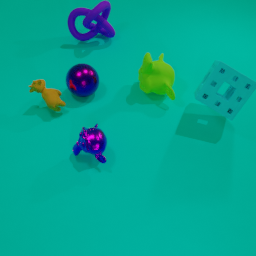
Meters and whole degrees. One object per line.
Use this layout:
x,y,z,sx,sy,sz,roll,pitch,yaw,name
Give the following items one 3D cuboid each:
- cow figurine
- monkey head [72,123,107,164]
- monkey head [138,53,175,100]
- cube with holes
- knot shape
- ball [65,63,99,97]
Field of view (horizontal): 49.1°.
-2.463,-1.003,8.493,0.550,0.986,1.002,-41,60,20,cow figurine
-1.010,0.432,7.533,0.765,0.913,1.270,14,46,-38,monkey head
0.961,-1.794,9.025,1.176,1.404,1.951,-5,58,-6,monkey head
2.733,-1.119,8.014,1.174,1.174,1.174,31,19,1,cube with holes
-1.250,-4.119,10.700,1.897,1.775,0.876,1,68,-27,knot shape
-1.467,-1.538,9.060,1.085,1.085,1.085,0,49,0,ball
